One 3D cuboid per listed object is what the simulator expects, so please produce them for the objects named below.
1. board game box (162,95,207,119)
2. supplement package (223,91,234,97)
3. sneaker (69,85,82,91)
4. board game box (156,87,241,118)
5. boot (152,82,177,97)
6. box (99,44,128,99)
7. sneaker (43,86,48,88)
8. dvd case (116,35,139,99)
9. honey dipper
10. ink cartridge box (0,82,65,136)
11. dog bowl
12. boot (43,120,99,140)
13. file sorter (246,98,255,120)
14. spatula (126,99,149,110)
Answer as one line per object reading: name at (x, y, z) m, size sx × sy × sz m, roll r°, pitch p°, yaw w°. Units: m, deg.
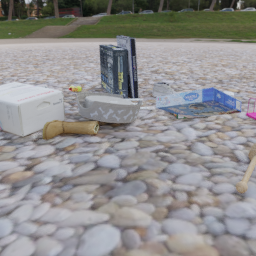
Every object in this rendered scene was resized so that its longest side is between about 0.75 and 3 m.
board game box at (2.422, -1.006, 12.165) m, size 1.409 × 0.316 × 2.690 m, roll -2°, pitch 22°, yaw -6°
supplement package at (4.071, -1.263, 12.390) m, size 1.087 × 0.636 × 0.638 m, roll 6°, pitch 22°, yaw 14°
sneaker at (-2.829, -2.082, 15.017) m, size 0.835 × 0.326 × 0.377 m, roll 7°, pitch 32°, yaw 28°
board game box at (1.870, -0.610, 7.378) m, size 1.624 × 0.354 × 1.632 m, roll -4°, pitch -10°, yaw 43°
boot at (1.967, -1.850, 13.717) m, size 1.548 × 0.740 × 0.569 m, roll 8°, pitch 22°, yaw 12°
box at (-0.770, -2.946, 14.321) m, size 0.765 × 2.364 × 2.998 m, roll -7°, pitch 22°, yaw -16°
sneaker at (-3.482, -1.215, 11.582) m, size 1.549 × 1.134 × 0.624 m, roll 12°, pitch 24°, yaw 29°
dvd case at (-0.031, -3.034, 13.861) m, size 0.353 × 2.856 × 2.146 m, roll -10°, pitch 24°, yaw -16°
honey dipper at (3.121, 0.992, 7.045) m, size 0.427 × 0.427 × 2.250 m, roll 13°, pitch 29°, yaw 30°
ink cartridge box at (-4.055, -0.799, 10.402) m, size 2.808 × 1.229 × 2.040 m, roll 11°, pitch 25°, yaw 30°
dog bowl at (-0.727, -0.791, 10.553) m, size 2.507 × 0.735 × 2.507 m, roll 7°, pitch 14°, yaw -2°
boot at (-1.860, 0.029, 9.276) m, size 1.580 × 0.522 × 1.383 m, roll 3°, pitch 22°, yaw 6°
file sorter at (5.484, -0.799, 10.999) m, size 1.259 × 0.790 × 0.875 m, roll -6°, pitch 22°, yaw -15°
spatula at (-0.584, -1.108, 12.588) m, size 2.806 × 0.225 × 1.951 m, roll -3°, pitch 21°, yaw -7°
